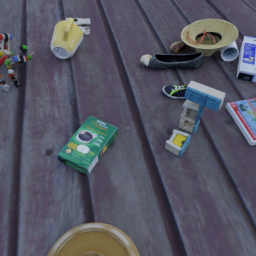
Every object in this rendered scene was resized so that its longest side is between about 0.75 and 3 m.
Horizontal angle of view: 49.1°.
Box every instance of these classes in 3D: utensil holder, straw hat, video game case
[{"bbox_3d":[4.668,-3.680,13.020,0.768,0.768,0.904,3,48,3],"label":"utensil holder"},{"bbox_3d":[3.715,-3.973,13.058,2.542,1.076,2.542,-4,49,5],"label":"straw hat"},{"bbox_3d":[5.447,-0.417,10.617,2.792,0.244,1.996,-10,51,-9],"label":"video game case"}]

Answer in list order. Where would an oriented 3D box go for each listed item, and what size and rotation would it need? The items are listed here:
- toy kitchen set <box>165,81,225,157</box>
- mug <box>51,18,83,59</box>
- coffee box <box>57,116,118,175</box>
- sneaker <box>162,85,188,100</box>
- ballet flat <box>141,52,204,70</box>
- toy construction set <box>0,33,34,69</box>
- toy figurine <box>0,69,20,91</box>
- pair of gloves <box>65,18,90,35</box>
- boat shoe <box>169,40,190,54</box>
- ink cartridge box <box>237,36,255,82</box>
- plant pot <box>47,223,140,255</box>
[{"bbox_3d":[2.158,-0.165,9.257,1.184,2.010,1.610,24,55,20],"label":"toy kitchen set"},{"bbox_3d":[-2.946,-4.048,12.830,1.361,1.699,1.395,3,58,15],"label":"mug"},{"bbox_3d":[-1.344,0.550,9.681,1.228,0.439,1.998,22,54,17],"label":"coffee box"},{"bbox_3d":[2.291,-1.555,11.245,1.784,0.739,0.640,12,51,10],"label":"sneaker"},{"bbox_3d":[1.968,-3.119,12.512,2.808,0.798,0.933,1,50,1],"label":"ballet flat"},{"bbox_3d":[-5.440,-3.048,12.280,1.589,1.464,1.905,43,28,-20],"label":"toy construction set"},{"bbox_3d":[-5.033,-2.015,11.756,0.780,0.551,0.792,-26,55,-20],"label":"toy figurine"},{"bbox_3d":[-2.666,-5.340,14.715,1.361,0.281,1.601,-2,51,-2],"label":"pair of gloves"},{"bbox_3d":[2.741,-3.936,13.397,1.568,0.565,0.530,-26,61,-14],"label":"boat shoe"},{"bbox_3d":[5.783,-3.130,12.706,1.376,0.543,2.767,15,53,12],"label":"ink cartridge box"},{"bbox_3d":[-0.930,3.653,7.152,2.632,0.362,2.632,0,50,-1],"label":"plant pot"}]
